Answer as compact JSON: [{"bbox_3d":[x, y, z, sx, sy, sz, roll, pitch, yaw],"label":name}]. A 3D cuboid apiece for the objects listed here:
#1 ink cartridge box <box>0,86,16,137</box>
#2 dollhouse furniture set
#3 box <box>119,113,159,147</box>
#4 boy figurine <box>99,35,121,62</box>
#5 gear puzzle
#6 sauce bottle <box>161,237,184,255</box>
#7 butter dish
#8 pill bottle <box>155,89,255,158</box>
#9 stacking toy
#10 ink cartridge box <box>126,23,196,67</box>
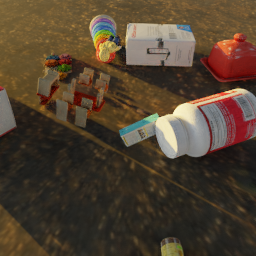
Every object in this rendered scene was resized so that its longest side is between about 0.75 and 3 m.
[{"bbox_3d":[-4.545,-0.564,8.059,1.961,1.418,1.425,25,45,28],"label":"ink cartridge box"},{"bbox_3d":[-1.829,-1.036,9.225,2.122,1.105,2.145,18,41,4],"label":"dollhouse furniture set"},{"bbox_3d":[0.382,0.060,7.730,1.159,0.477,0.285,-24,40,5],"label":"box"},{"bbox_3d":[-0.537,-2.372,8.303,0.668,0.346,1.074,8,49,15],"label":"boy figurine"},{"bbox_3d":[-2.892,-2.557,11.453,1.170,0.296,2.259,-6,39,-7],"label":"gear puzzle"},{"bbox_3d":[0.860,2.602,4.954,0.406,0.406,1.256,-3,41,-3],"label":"sauce bottle"},{"bbox_3d":[4.175,-2.860,10.830,2.099,1.551,2.093,-6,40,-8],"label":"butter dish"},{"bbox_3d":[2.121,-0.084,7.462,2.576,1.446,1.446,-16,41,-18],"label":"pill bottle"},{"bbox_3d":[-1.051,-3.862,12.569,1.271,1.271,2.978,-4,46,-5],"label":"stacking toy"},{"bbox_3d":[1.327,-3.602,12.053,2.765,1.165,2.018,2,39,3],"label":"ink cartridge box"}]
